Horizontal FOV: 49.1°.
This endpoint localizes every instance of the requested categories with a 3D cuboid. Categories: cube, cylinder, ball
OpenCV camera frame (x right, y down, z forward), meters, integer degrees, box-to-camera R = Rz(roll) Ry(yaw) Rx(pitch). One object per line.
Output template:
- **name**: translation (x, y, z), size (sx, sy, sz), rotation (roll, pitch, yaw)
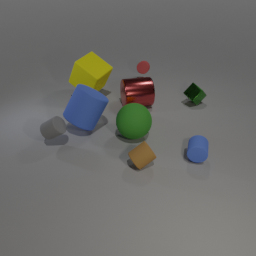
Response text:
- **cube**: translation (-1.856, -2.646, 13.925), size (1.400, 1.400, 1.400), rotation (38, 47, 4)
- **cylinder**: translation (0.479, 0.917, 9.407), size (0.700, 0.700, 0.700), rotation (-37, 33, 5)
- **cylinder**: translation (0.434, -1.706, 13.485), size (1.400, 1.400, 1.400), rotation (-7, 31, -11)
- **cylinder**: translation (2.427, 0.722, 9.722), size (0.700, 0.700, 0.700), rotation (8, 36, 13)
- **cylinder**: translation (-1.700, -0.836, 11.308), size (1.400, 1.400, 1.400), rotation (28, 14, -8)
- **cube**: translation (3.275, -1.656, 13.695), size (0.700, 0.700, 0.700), rotation (49, 12, 34)
- **ball**: translation (0.229, -0.266, 10.863), size (1.400, 1.400, 1.400), rotation (0, 30, 0)
- **cylinder**: translation (-2.773, 0.004, 10.411), size (0.700, 0.700, 0.700), rotation (-25, 21, 26)
- **cylinder**: translation (0.888, -3.508, 16.187), size (0.700, 0.700, 0.700), rotation (5, 18, 8)
